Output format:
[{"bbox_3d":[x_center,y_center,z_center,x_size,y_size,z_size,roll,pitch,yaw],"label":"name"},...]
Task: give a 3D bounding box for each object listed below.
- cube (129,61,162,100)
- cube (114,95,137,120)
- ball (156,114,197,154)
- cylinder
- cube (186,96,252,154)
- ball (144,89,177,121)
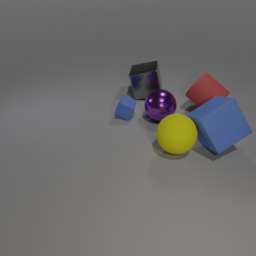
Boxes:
[{"bbox_3d":[0.932,-2.447,14.310,1.400,1.400,1.400,-8,30,13],"label":"cube"},{"bbox_3d":[-0.104,-0.913,12.388,0.700,0.700,0.700,24,40,-7],"label":"cube"},{"bbox_3d":[1.693,0.204,9.768,1.400,1.400,1.400,0,31,0],"label":"ball"},{"bbox_3d":[3.555,-1.536,12.574,1.400,1.400,1.400,44,44,9],"label":"cylinder"},{"bbox_3d":[3.176,-0.158,9.947,1.400,1.400,1.400,-33,11,-2],"label":"cube"},{"bbox_3d":[1.401,-0.982,12.148,1.400,1.400,1.400,0,31,0],"label":"ball"}]
